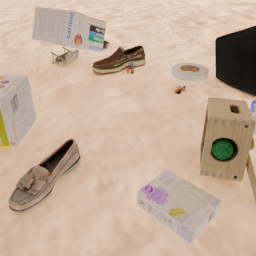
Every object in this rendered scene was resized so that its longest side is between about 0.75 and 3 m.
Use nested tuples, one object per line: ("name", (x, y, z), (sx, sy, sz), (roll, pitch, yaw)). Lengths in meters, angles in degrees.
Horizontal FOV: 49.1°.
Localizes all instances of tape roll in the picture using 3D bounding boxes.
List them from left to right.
("tape roll", (2.975, -2.707, 13.503), (1.813, 0.331, 1.813), (0, 32, 0))

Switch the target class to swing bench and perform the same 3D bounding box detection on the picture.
("swing bench", (-3.336, -3.769, 14.860), (1.079, 0.700, 1.073), (18, 36, 22))

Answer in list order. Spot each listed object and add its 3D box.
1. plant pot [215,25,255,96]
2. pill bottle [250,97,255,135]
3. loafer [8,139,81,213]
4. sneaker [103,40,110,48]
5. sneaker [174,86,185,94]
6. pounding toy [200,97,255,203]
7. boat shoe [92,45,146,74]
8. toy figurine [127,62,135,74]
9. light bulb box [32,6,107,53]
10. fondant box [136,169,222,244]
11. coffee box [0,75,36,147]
("plant pot", (5.376, -3.153, 12.284), (2.752, 2.745, 2.441), (-26, 28, -35))
("pill bottle", (4.659, -0.547, 9.419), (1.045, 1.045, 1.866), (12, 35, 18))
("loafer", (-2.090, 1.085, 7.105), (0.855, 0.747, 2.377), (18, 36, 23))
("sneaker", (-1.755, -5.258, 17.415), (1.270, 0.481, 0.734), (27, 44, 35))
("sneaker", (2.118, -1.623, 11.890), (0.351, 0.289, 0.763), (16, 28, 37))
("pounding toy", (2.698, 0.480, 7.257), (1.476, 1.911, 2.076), (7, 25, 12))
("boat shoe", (-0.460, -3.571, 14.121), (3.022, 1.118, 1.116), (-21, 38, -30))
("toy figurine", (0.135, -3.043, 13.906), (0.402, 0.456, 0.762), (3, 32, 3))
("light bulb box", (-3.242, -5.476, 15.753), (2.904, 1.812, 2.878), (18, 16, 26))
("fondant box", (1.131, 1.713, 6.399), (1.567, 0.456, 1.131), (26, 41, 36))
("coffee box", (-4.131, -0.605, 8.884), (1.681, 1.700, 1.697), (2, 32, 4))
